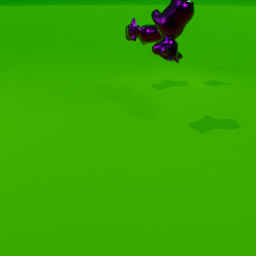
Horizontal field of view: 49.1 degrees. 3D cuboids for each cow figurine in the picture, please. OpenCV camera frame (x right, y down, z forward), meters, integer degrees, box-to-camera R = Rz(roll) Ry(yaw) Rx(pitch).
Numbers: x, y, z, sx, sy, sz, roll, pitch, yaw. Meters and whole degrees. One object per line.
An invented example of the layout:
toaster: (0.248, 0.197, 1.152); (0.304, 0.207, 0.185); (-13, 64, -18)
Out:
cow figurine: (0.642, -3.399, 9.969); (1.440, 0.790, 1.417); (-1, 5, 12)
cow figurine: (1.061, -2.273, 6.456); (0.746, 1.359, 1.337); (2, 57, -45)
